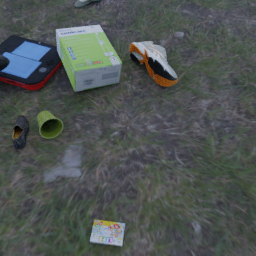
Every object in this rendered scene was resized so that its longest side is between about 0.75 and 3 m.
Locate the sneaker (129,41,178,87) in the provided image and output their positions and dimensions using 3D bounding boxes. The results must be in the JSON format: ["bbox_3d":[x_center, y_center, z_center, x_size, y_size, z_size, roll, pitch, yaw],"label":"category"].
[{"bbox_3d":[1.240,-2.739,11.182,1.222,1.006,2.657,-27,59,-23],"label":"sneaker"}]

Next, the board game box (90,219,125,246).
[{"bbox_3d":[-0.542,2.832,7.571,0.859,0.147,0.578,6,55,4],"label":"board game box"}]

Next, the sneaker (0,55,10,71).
[{"bbox_3d":[-5.322,-1.705,10.160,2.590,0.980,1.496,-9,74,29],"label":"sneaker"}]

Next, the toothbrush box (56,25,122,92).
[{"bbox_3d":[-1.573,-2.796,10.946,1.839,1.087,2.525,-15,58,-21],"label":"toothbrush box"}]

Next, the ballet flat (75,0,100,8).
[{"bbox_3d":[-2.048,-6.642,14.301,1.576,0.502,0.531,-27,58,-18],"label":"ballet flat"}]

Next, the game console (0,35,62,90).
[{"bbox_3d":[-4.277,-2.797,11.513,2.987,0.464,2.642,18,56,12],"label":"game console"}]

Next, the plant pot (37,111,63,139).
[{"bbox_3d":[-2.717,-0.182,9.483,0.815,0.815,0.774,-27,45,-19],"label":"plant pot"}]

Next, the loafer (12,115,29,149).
[{"bbox_3d":[-3.630,0.040,9.420,0.473,0.469,1.298,-9,53,-5],"label":"loafer"}]
